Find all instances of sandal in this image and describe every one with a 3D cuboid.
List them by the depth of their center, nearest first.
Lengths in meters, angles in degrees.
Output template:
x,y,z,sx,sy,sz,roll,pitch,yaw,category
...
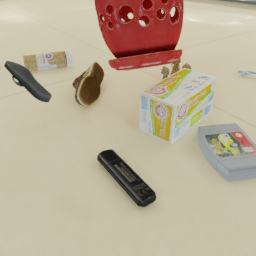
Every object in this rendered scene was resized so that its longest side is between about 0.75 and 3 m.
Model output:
x,y,z,sx,sy,sz,roll,pitch,yaw,category
-2.358,-1.041,6.363,1.543,0.330,0.587,44,18,24,sandal

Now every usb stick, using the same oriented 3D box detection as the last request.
x,y,z,sx,sy,sz,roll,pitch,yaw,category
-0.098,1.269,7.542,0.616,0.362,2.222,-15,36,-31,usb stick

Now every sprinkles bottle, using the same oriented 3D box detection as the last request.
x,y,z,sx,sy,sz,roll,pitch,yaw,category
-3.945,-3.358,13.953,2.348,0.801,0.801,-12,36,-15,sprinkles bottle

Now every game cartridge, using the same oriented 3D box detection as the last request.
x,y,z,sx,sy,sz,roll,pitch,yaw,category
3.035,0.623,8.451,1.539,0.473,2.313,-9,35,-6,game cartridge

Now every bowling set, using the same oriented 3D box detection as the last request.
x,y,z,sx,sy,sz,roll,pitch,yaw,category
1.798,-1.886,11.301,1.739,1.341,2.498,-12,36,-18,bowling set

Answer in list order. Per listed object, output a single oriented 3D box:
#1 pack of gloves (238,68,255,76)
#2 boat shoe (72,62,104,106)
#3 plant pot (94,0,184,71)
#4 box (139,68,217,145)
x,y,z,sx,sy,sz,roll,pitch,yaw,category
5.804,-2.590,13.449,1.061,0.209,0.892,17,27,18,pack of gloves
-1.768,-1.754,11.673,0.992,0.994,2.756,-21,36,25,boat shoe
0.476,-3.361,9.382,2.900,2.640,2.900,-8,12,2,plant pot
1.728,-0.846,9.620,1.362,1.511,2.687,26,43,34,box
